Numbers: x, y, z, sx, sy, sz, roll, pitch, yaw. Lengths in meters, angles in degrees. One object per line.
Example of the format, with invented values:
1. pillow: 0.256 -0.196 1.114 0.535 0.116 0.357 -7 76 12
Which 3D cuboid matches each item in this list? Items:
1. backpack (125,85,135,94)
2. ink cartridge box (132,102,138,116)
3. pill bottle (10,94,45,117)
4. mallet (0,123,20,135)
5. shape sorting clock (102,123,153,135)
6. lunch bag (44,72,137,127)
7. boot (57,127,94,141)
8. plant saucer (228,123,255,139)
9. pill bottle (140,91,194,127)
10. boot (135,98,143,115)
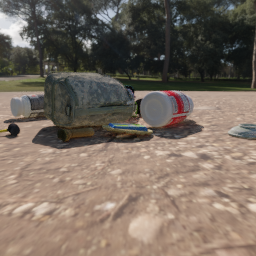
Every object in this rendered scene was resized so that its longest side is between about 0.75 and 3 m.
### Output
1. backpack: -0.504 -1.503 15.044 1.663 1.462 1.275 -1 -7 -4
2. ink cartridge box: -0.238 -1.060 13.173 1.113 0.570 1.505 2 -15 14
3. pill bottle: -4.556 -1.071 13.462 1.876 1.092 1.092 -9 13 -42
4. mallet: -4.165 0.159 8.650 1.618 0.333 0.533 -14 20 -37
5. shape sorting clock: -0.020 0.051 8.990 1.631 0.320 1.631 2 5 0
6. lunch bag: -1.422 -0.978 10.577 2.878 2.006 2.414 -7 24 -38
7. boot: -1.501 0.149 8.391 1.046 0.346 0.916 -4 10 -28
8. plant saucer: 3.879 0.069 8.883 1.342 0.337 1.342 0 9 0
9. pill bottle: 1.647 -0.806 11.102 1.329 1.329 2.368 7 11 37
10. boot: 2.002 -1.222 14.174 2.970 1.117 2.220 6 11 35
